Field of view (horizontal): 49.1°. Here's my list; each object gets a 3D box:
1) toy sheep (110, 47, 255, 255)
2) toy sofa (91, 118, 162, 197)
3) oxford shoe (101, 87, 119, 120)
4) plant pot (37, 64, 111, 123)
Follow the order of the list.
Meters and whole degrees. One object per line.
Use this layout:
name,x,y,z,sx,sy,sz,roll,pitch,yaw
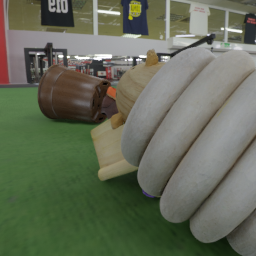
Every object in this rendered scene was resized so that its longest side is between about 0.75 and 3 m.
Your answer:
toy sheep,1.030,0.236,2.818,2.910,2.007,2.007,34,24,20
toy sofa,0.773,0.331,4.816,2.594,1.266,1.074,-10,-10,-39
oxford shoe,0.111,-0.226,7.884,0.988,1.007,2.777,22,12,-38
plant pot,-1.676,-1.057,9.597,1.949,1.969,1.969,15,16,23
